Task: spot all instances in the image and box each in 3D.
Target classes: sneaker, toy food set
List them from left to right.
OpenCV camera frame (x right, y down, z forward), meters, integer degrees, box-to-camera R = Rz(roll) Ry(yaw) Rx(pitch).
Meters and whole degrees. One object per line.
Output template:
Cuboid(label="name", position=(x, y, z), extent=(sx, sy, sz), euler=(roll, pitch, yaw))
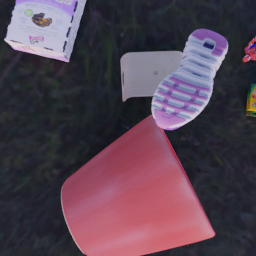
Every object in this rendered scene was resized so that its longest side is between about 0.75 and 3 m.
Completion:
Cuboid(label="toy food set", position=(0.760, -1.434, 7.960), extent=(1.894, 0.572, 1.359), euler=(-3, 72, -2))
Cuboid(label="sneaker", position=(0.832, -0.573, 3.822), extent=(0.633, 0.696, 1.574), euler=(28, 68, 10))

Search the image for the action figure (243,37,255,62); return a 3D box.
Cuboid(label="action figure", position=(3.945, -2.529, 7.903), extent=(1.698, 0.841, 0.554), euler=(-44, 85, -2))

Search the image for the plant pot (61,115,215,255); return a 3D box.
Cuboid(label="plant pot", position=(0.131, 1.591, 6.549), extent=(2.647, 2.991, 2.991), euler=(-28, 84, 6))

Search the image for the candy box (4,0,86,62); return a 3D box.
Cuboid(label="candy box", position=(-2.304, -3.110, 7.982), extent=(1.704, 0.726, 2.031), euler=(14, 83, 1))

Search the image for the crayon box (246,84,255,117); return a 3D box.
Cuboid(label="crayon box", position=(3.725, -0.776, 7.986), extent=(0.570, 0.228, 0.899), euler=(7, 84, 1))
